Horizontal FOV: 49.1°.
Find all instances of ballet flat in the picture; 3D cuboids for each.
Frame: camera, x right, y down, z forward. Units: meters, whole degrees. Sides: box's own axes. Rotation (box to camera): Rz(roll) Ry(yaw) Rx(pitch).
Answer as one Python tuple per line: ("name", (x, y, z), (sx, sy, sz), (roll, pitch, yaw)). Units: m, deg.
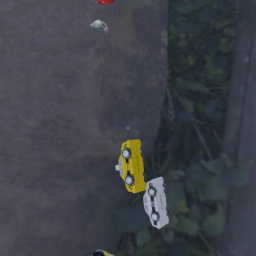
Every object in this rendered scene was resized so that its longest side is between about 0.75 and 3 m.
("ballet flat", (-0.874, -3.194, 8.729), (0.261, 0.755, 0.269), (31, 108, 33))

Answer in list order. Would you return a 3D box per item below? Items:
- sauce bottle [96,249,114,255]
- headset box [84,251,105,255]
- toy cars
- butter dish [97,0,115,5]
("sauce bottle", (-0.378, 2.806, 5.923), (0.248, 0.767, 0.248), (-32, 35, 26))
("headset box", (-0.770, 2.732, 4.603), (0.426, 0.843, 1.135), (19, 99, 44))
("toy cars", (0.220, 0.898, 4.425), (0.360, 1.627, 0.729), (-10, 34, 34))
("butter dish", (-0.722, -4.077, 8.352), (1.109, 0.822, 1.112), (27, 50, 4))
